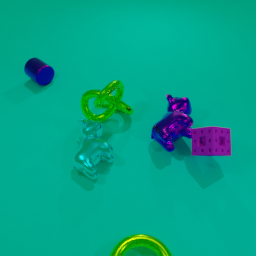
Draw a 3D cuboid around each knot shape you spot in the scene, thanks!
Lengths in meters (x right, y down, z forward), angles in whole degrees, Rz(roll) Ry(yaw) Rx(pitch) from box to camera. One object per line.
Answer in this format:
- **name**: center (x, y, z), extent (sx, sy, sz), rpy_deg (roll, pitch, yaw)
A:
- **knot shape**: center (-0.730, -0.752, 8.667), extent (1.567, 1.675, 0.774), rpy_deg (-15, 61, 15)

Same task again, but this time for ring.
- **ring**: center (0.284, 2.884, 5.848), extent (1.432, 0.286, 1.432), rpy_deg (1, 39, -1)

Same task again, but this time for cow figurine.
- **cow figurine**: center (-1.115, 0.510, 7.868), extent (1.528, 0.852, 1.553), rpy_deg (31, 60, 22)
- **cow figurine**: center (1.291, -0.221, 8.333), extent (1.699, 0.932, 1.672), rpy_deg (-32, 38, -10)

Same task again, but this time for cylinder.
- **cylinder**: center (-3.197, -2.037, 10.113), extent (0.780, 0.780, 0.780), rpy_deg (35, 57, 27)

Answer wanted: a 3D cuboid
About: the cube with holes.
- **cube with holes**: center (2.236, 0.379, 7.541), extent (0.730, 0.730, 0.730), rpy_deg (6, 81, -34)
